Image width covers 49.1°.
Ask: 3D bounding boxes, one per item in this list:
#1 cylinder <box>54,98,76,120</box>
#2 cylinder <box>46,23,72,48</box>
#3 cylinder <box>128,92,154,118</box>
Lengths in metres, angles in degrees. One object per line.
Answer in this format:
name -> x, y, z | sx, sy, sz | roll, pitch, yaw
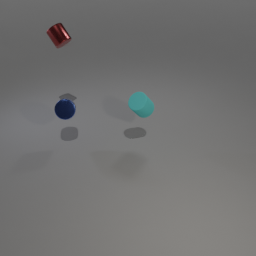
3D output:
cylinder -> -2.179, -0.671, 9.770 | 0.700, 0.700, 0.700 | -5, 10, -9
cylinder -> -2.662, -3.565, 10.828 | 0.700, 0.700, 0.700 | -33, 10, 6
cylinder -> 0.461, -0.793, 9.659 | 0.700, 0.700, 0.700 | -11, 65, 25
